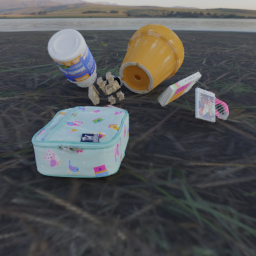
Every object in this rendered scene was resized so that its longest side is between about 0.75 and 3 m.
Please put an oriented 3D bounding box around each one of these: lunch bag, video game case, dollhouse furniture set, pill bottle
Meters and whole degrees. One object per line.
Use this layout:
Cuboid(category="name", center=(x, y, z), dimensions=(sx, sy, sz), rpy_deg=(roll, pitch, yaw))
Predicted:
Cuboid(category="lunch bag", center=(-1.016, 0.206, 6.496), dimensions=(1.946, 0.935, 2.426), rpy_deg=(4, 21, 7))
Cuboid(category="video game case", center=(2.228, -0.651, 8.043), dimensions=(0.791, 0.868, 0.100), rpy_deg=(11, -13, -36))
Cuboid(category="dollhouse furniture set", center=(-0.838, -1.392, 10.090), dimensions=(1.090, 1.001, 0.709), rpy_deg=(-26, 36, 12))
Cuboid(category="pill bottle", center=(-2.099, -2.666, 11.357), dimensions=(1.403, 1.403, 2.504), rpy_deg=(6, -19, 13))

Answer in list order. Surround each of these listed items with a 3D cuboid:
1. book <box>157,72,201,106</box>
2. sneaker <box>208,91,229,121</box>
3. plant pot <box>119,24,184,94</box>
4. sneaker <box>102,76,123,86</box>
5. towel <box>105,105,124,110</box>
Cuboid(category="book", center=(1.672, -1.271, 9.019), dimensions=(1.327, 0.887, 0.319), rpy_deg=(-28, 77, -29))
Cuboid(category="sneaker", center=(2.709, -0.607, 8.796), dimensions=(0.504, 0.608, 1.275), rpy_deg=(-19, 46, -6))
Cuboid(category="plant pot", center=(0.798, -2.658, 11.579), dimensions=(2.415, 2.415, 2.211), rpy_deg=(13, 49, 27))
Cuboid(category="sneaker", center=(-0.757, -2.034, 12.444), dimensions=(0.680, 0.444, 1.216), rpy_deg=(-16, 22, -23))
Cuboid(category="towel", center=(-0.701, -0.491, 9.144), dimensions=(0.805, 0.127, 1.118), rpy_deg=(21, 30, 34))
